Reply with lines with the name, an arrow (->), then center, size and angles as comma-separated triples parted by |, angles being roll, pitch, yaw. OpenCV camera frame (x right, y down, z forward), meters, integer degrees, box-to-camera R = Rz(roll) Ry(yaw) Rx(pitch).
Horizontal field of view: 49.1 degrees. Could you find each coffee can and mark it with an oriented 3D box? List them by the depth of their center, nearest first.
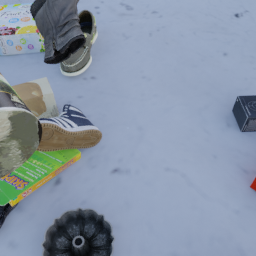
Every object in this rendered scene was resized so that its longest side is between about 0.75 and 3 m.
coffee can -> -2.381, -0.304, 4.191 | 1.388, 1.388, 1.897 | -32, 63, -25

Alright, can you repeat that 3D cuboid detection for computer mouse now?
computer mouse -> -3.145, 1.637, 5.900 | 1.460, 0.385, 1.011 | 22, 48, 4

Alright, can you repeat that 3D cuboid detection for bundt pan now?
bundt pan -> -0.905, 2.220, 5.259 | 1.348, 0.506, 1.348 | 1, 49, -1

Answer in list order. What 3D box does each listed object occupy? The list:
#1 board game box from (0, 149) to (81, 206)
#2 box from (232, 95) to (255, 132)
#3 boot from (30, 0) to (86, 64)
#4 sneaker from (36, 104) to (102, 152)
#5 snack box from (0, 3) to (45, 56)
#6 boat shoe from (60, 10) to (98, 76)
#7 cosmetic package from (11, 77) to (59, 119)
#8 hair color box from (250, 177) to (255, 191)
board game box -> -2.182, 0.898, 6.404 | 0.997, 0.313, 2.086 | 34, 46, 26
box -> 3.516, -0.399, 7.494 | 1.118, 0.599, 0.830 | -2, 49, -1
boot -> -1.274, -2.721, 6.520 | 0.893, 2.558, 1.684 | -5, 68, -45
sneaker -> -1.733, -0.065, 6.686 | 2.112, 0.740, 1.146 | 5, 32, -44
snack box -> -3.653, -3.656, 10.171 | 2.578, 0.872, 2.174 | -6, 50, -6
boat shoe -> -1.692, -2.947, 9.532 | 1.077, 0.900, 3.012 | 5, 49, 4
cosmetic package -> -2.913, -0.484, 7.280 | 2.026, 1.066, 0.720 | -20, 52, -15
hair color box -> 3.829, 0.961, 6.286 | 2.015, 0.617, 1.023 | -31, 55, -23
